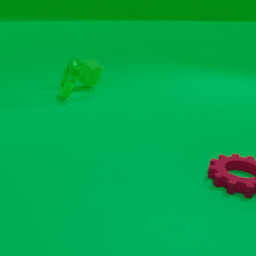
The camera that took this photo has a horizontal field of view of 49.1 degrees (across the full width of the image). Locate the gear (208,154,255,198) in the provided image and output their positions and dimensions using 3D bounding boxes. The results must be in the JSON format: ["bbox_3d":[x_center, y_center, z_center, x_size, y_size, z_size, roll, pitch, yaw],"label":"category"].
[{"bbox_3d":[2.138,0.861,5.280,1.198,0.222,1.198,-1,22,0],"label":"gear"}]

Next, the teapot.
[{"bbox_3d":[-1.722,-2.232,11.398,1.769,1.100,0.866,-9,11,30],"label":"teapot"}]

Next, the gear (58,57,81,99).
[{"bbox_3d":[-2.102,-1.785,9.992,0.269,1.456,1.456,17,15,-25],"label":"gear"}]
